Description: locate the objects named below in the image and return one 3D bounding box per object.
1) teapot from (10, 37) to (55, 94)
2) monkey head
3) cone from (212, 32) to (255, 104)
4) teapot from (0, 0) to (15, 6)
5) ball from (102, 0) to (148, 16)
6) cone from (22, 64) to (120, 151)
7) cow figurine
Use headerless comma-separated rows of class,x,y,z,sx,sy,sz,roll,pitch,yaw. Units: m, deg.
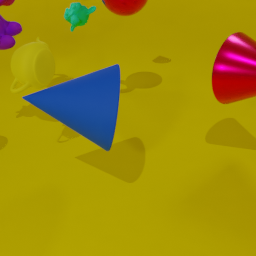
teapot,-2.046,-1.370,5.976,0.770,0.978,1.573,9,62,18
monkey head,-1.579,-3.511,8.973,0.728,1.208,0.869,19,46,-51
cone,2.667,-1.014,5.325,1.489,1.489,1.494,-25,32,-32
teapot,-3.400,-3.777,7.049,0.973,1.236,1.988,-12,67,-16
ball,-0.089,-3.774,7.574,1.398,1.398,1.398,0,35,0
cone,-1.055,-0.446,4.995,1.594,1.589,1.589,6,34,-10
cow figurine,-3.307,-2.231,5.844,1.633,1.660,0.911,-2,61,30
